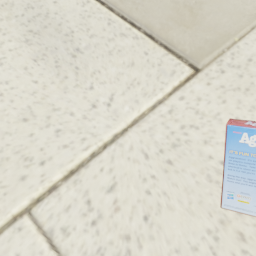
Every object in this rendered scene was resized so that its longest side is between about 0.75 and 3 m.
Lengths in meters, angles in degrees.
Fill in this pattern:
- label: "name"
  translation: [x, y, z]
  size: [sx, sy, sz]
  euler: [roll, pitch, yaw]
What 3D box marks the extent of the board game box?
- label: "board game box"
  translation: [2.813, 0.776, 3.713]
  size: [2.973, 1.531, 0.289]
  euler: [9, 27, 28]
